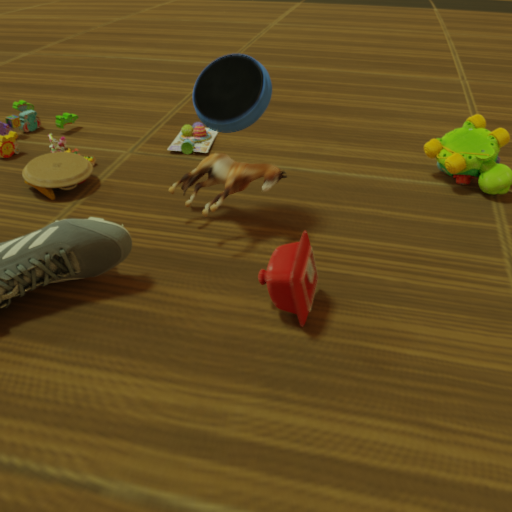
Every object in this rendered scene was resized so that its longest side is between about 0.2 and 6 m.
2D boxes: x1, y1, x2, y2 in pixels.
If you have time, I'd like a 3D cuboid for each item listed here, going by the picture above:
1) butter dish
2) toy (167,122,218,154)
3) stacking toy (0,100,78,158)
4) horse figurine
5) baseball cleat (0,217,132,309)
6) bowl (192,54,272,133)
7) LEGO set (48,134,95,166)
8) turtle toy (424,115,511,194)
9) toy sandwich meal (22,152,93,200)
[{"bbox_3d":[0.446,0.341,8.676,0.843,1.140,1.137,2,46,20],"label":"butter dish"},{"bbox_3d":[-1.598,-3.144,14.433,1.012,0.415,1.757,4,35,5],"label":"toy"},{"bbox_3d":[-6.289,-3.384,14.712,1.927,0.601,2.556,20,37,24],"label":"stacking toy"},{"bbox_3d":[-0.700,-1.436,10.640,1.521,0.573,2.295,-44,37,-17],"label":"horse figurine"},{"bbox_3d":[-3.706,0.379,8.844,3.468,1.209,1.846,-10,41,2],"label":"baseball cleat"},{"bbox_3d":[-0.459,-2.965,10.119,1.497,0.294,1.497,-5,74,18],"label":"bowl"},{"bbox_3d":[-4.550,-2.558,13.428,1.544,0.575,0.710,28,43,35],"label":"LEGO set"},{"bbox_3d":[4.796,-2.115,12.340,1.516,1.051,2.080,-30,42,-2],"label":"turtle toy"},{"bbox_3d":[-4.387,-1.773,12.370,1.632,0.559,1.632,3,37,-2],"label":"toy sandwich meal"}]
